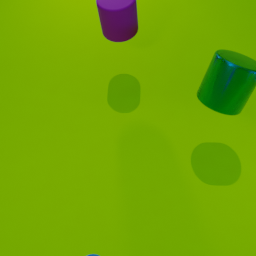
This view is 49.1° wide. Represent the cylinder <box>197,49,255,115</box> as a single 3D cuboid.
[{"bbox_3d":[2.152,-0.979,5.984,1.050,1.050,1.050,12,34,-8],"label":"cylinder"}]

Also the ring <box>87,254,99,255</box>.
[{"bbox_3d":[-0.483,1.850,2.424,0.285,1.423,1.423,16,63,1],"label":"ring"}]

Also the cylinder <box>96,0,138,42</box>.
[{"bbox_3d":[-0.247,-2.859,7.071,0.971,0.971,0.971,-3,59,4],"label":"cylinder"}]
